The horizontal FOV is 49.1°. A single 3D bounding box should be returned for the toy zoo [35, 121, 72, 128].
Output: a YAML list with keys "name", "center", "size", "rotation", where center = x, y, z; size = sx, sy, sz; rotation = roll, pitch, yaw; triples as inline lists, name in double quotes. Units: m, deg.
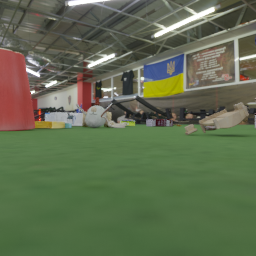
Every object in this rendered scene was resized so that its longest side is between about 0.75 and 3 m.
- name: "toy zoo"
  center: [-3.095, -0.112, 9.674]
  size: [2.343, 0.240, 1.537]
  rotation: [0, 1, 7]

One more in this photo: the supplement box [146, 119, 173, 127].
- name: "supplement box"
  center: [1.666, -0.261, 14.780]
  size: [1.243, 0.379, 0.677]
  rotation: [1, 1, -20]

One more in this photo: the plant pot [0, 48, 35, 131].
- name: "plant pot"
  center: [-3.326, -0.916, 6.810]
  size: [2.096, 1.855, 2.096]
  rotation: [2, 2, 0]

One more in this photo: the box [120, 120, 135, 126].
- name: "box"
  center: [-0.031, -0.275, 16.378]
  size: [0.818, 0.320, 1.341]
  rotation: [2, 0, -4]

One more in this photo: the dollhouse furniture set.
- name: "dollhouse furniture set"
  center: [1.489, 0.024, 3.710]
  size: [1.181, 0.576, 1.007]
  rotation: [-24, 1, -2]

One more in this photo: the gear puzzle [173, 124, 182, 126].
- name: "gear puzzle"
  center: [2.376, -0.146, 15.565]
  size: [1.246, 0.163, 0.646]
  rotation: [4, 1, 27]

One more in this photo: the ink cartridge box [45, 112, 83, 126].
- name: "ink cartridge box"
  center: [-3.419, -0.447, 15.143]
  size: [1.746, 0.750, 1.279]
  rotation: [-2, 2, -39]

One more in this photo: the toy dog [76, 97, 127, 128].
- name: "toy dog"
  center: [-1.181, -0.636, 10.776]
  size: [1.711, 1.250, 2.595]
  rotation: [0, 1, -24]
